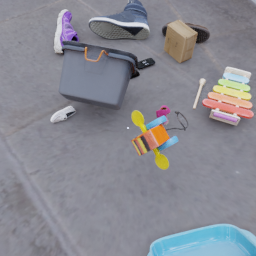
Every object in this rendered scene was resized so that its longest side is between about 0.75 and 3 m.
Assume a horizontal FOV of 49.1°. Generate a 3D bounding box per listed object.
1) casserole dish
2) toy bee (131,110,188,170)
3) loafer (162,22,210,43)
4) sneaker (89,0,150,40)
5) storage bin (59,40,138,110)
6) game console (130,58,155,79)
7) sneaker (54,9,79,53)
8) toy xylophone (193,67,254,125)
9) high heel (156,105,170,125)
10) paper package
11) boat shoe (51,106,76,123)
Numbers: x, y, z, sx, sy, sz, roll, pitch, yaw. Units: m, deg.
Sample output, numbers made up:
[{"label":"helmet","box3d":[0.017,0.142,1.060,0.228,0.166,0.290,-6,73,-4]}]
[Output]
[{"label":"casserole dish","box3d":[1.761,3.010,6.523,2.653,0.515,1.607,-11,12,-8]},{"label":"toy bee","box3d":[0.672,0.358,7.278,1.297,2.387,1.562,-32,64,29]},{"label":"loafer","box3d":[2.662,-4.493,12.695,2.163,0.790,0.768,16,54,12]},{"label":"sneaker","box3d":[-0.397,-5.098,12.901,2.733,1.039,1.975,4,62,-9]},{"label":"storage bin","box3d":[-1.039,-1.621,8.984,2.454,1.786,1.648,11,84,5]},{"label":"game console","box3d":[0.439,-2.521,11.535,1.529,0.184,0.902,-23,55,-16]},{"label":"sneaker","box3d":[-2.716,-4.242,12.599,1.050,1.015,2.516,7,59,-14]},{"label":"toy xylophone","box3d":[3.454,-1.165,10.140,1.952,0.670,2.666,12,52,10]},{"label":"high heel","box3d":[1.068,-0.577,8.983,0.389,0.554,1.155,-24,25,24]},{"label":"paper package","box3d":[2.157,-3.599,11.664,0.674,1.303,1.242,-27,57,-20]},{"label":"boat shoe","box3d":[-2.246,-0.430,9.814,0.945,0.340,0.324,-31,57,-34]}]
